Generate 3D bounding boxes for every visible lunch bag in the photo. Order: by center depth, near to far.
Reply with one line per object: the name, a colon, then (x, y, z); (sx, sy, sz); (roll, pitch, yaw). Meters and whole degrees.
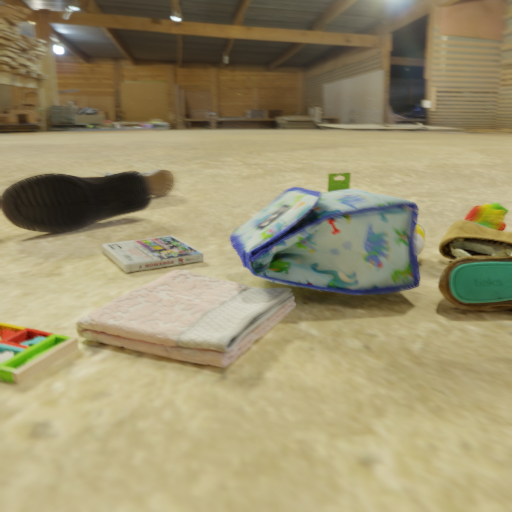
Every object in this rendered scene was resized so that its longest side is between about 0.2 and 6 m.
lunch bag: (0.942, -0.256, 8.859); (2.558, 1.630, 2.175); (-8, 11, -7)

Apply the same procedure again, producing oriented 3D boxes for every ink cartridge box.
ink cartridge box: (2.263, -1.689, 14.849); (0.718, 0.972, 0.368); (-6, 17, -20)

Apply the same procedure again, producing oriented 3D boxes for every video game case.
video game case: (-1.998, -0.062, 10.654); (1.492, 0.188, 1.637); (-9, 17, -28)

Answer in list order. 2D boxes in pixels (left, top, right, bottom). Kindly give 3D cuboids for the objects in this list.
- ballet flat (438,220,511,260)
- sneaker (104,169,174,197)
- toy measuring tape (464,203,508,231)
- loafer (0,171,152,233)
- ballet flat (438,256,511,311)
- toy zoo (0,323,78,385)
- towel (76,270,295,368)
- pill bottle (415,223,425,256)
ballet flat: (4.304, 0.038, 9.560); (0.843, 0.918, 2.674); (-38, 28, -19)
sneaker: (-3.605, -2.145, 16.691); (1.296, 0.837, 2.389); (12, 23, 30)
toy measuring tape: (4.766, -0.645, 12.048); (0.807, 0.807, 2.195); (1, -3, 4)
loafer: (-4.202, -1.205, 13.115); (3.580, 1.307, 1.271); (-10, 2, -43)
ballet flat: (4.072, 0.409, 8.063); (2.902, 0.984, 1.050); (-2, -3, 6)
toy zoo: (-3.034, 1.104, 6.651); (1.499, 0.153, 0.983); (7, 18, 22)
towel: (-0.850, 0.732, 7.582); (2.183, 0.368, 2.286); (7, 17, 24)
pill bottle: (2.836, -0.270, 10.290); (0.495, 0.495, 0.881); (5, 24, 16)
